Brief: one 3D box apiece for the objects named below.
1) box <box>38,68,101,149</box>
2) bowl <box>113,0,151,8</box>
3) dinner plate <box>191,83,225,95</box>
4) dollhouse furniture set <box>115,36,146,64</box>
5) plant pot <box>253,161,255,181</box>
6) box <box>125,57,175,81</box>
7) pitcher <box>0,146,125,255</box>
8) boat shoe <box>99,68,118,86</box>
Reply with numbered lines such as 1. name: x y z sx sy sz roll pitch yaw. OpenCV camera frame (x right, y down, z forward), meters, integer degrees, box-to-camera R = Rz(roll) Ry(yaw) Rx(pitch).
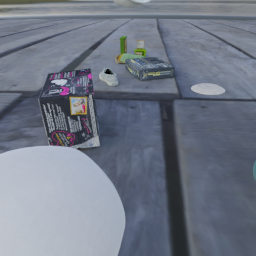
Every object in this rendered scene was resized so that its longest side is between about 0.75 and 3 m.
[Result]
1. box: -1.346 -0.493 6.691 1.155 1.331 2.014 -7 27 -5
2. bowl: -0.098 -4.563 9.030 1.833 1.833 0.824 -23 -5 -39
3. dinner plate: 2.851 -1.425 9.973 1.179 0.143 1.179 0 25 0
4. dollhouse furniture set: 0.180 -3.905 13.984 1.348 1.033 2.057 4 26 9
5. plant pot: 3.605 0.157 4.610 2.504 2.009 2.504 1 26 0
6. box: 0.867 -2.530 11.802 1.506 0.487 1.909 -8 28 -18
7. pitcher: -1.170 1.604 2.330 2.514 1.777 2.931 40 51 20
8. boat shoe: -0.737 -2.062 10.813 0.508 0.519 1.457 -10 28 -20
